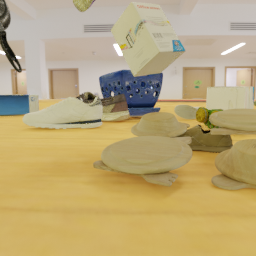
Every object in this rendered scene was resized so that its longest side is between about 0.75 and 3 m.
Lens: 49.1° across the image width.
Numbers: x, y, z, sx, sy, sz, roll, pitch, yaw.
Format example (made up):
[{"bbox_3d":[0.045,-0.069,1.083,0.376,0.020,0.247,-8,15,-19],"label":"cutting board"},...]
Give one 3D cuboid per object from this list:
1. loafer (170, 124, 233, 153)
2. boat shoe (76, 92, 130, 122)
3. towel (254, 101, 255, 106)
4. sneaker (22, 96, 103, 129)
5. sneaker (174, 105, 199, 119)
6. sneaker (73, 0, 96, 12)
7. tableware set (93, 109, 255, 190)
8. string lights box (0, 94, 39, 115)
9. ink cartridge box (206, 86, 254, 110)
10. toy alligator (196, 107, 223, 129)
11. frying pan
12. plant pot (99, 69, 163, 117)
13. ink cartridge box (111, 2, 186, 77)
[{"bbox_3d":[1.065,0.147,4.554,1.228,0.414,0.467,2,7,14],"label":"loafer"},{"bbox_3d":[-1.327,-0.755,9.563,2.994,0.970,1.077,4,8,28],"label":"boat shoe"},{"bbox_3d":[5.885,-0.813,11.226,1.552,0.283,1.152,17,0,-25],"label":"towel"},{"bbox_3d":[-1.707,-0.406,7.419,2.067,0.832,0.790,-4,10,-15],"label":"sneaker"},{"bbox_3d":[2.282,-0.559,10.174,1.403,0.517,0.811,9,4,-6],"label":"sneaker"},{"bbox_3d":[-1.077,-4.193,8.679,1.571,0.546,0.781,-16,28,50],"label":"sneaker"},{"bbox_3d":[0.962,0.145,3.666,2.243,0.312,2.685,2,18,16],"label":"tableware set"},{"bbox_3d":[-5.298,-0.991,11.895,2.893,0.853,1.486,-2,7,-18],"label":"string lights box"},{"bbox_3d":[3.159,-0.713,8.614,1.106,1.126,1.529,5,8,32],"label":"ink cartridge box"},{"bbox_3d":[2.320,-0.135,6.514,0.727,0.527,2.193,0,9,-22],"label":"toy alligator"},{"bbox_3d":[-2.805,-2.101,5.522,0.326,2.001,1.210,-27,-15,40],"label":"frying pan"},{"bbox_3d":[0.116,-1.200,10.307,1.782,1.602,1.782,-5,4,-33],"label":"plant pot"},{"bbox_3d":[0.327,-1.523,4.849,0.733,0.996,0.720,-16,-14,-42],"label":"ink cartridge box"}]
